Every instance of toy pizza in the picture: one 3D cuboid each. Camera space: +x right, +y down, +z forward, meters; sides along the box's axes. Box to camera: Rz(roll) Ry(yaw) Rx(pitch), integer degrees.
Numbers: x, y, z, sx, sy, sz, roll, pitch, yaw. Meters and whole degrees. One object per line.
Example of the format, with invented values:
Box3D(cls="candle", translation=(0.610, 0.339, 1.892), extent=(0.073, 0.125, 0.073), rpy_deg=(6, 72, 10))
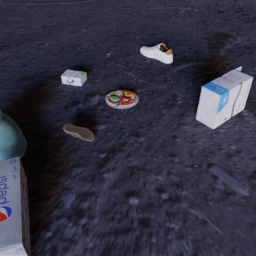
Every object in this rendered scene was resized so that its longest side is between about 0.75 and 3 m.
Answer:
Box3D(cls="toy pizza", translation=(-0.208, -1.075, 9.896), extent=(1.182, 0.187, 1.182), rpy_deg=(0, 38, 0))

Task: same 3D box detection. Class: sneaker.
Box3D(cls="sneaker", translation=(-1.435, 0.135, 8.255), extent=(0.948, 0.358, 0.334), rpy_deg=(24, 75, -4))
Box3D(cls="sneaker", translation=(1.298, -3.515, 12.551), extent=(1.760, 0.745, 0.641), rpy_deg=(28, 48, 33))

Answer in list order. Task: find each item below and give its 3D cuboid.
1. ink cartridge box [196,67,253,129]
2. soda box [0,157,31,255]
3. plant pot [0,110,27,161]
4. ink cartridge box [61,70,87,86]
Box3D(cls="ink cartridge box", translation=(3.214, -1.024, 8.977), extent=(2.162, 1.254, 0.733), rpy_deg=(-29, 46, -31))
Box3D(cls="soda box", translation=(-2.534, 1.710, 5.884), extent=(0.741, 0.797, 2.336), rpy_deg=(-12, 40, -14))
Box3D(cls="plant pot", translation=(-3.784, 0.176, 7.485), extent=(1.833, 1.228, 1.833), rpy_deg=(0, 38, 0))
Box3D(cls="ink cartridge box", translation=(-2.089, -1.956, 10.886), extent=(0.814, 0.342, 0.594), rpy_deg=(10, 39, 12))
